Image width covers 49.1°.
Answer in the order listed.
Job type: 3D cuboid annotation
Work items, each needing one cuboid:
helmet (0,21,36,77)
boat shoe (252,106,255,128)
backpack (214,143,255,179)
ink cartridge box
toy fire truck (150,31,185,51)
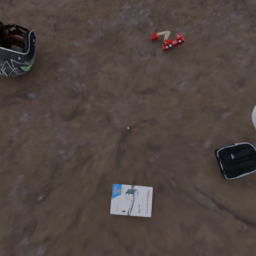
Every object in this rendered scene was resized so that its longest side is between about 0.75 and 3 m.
[{"bbox_3d":[-3.527,-2.274,8.351,1.580,1.580,1.506,12,73,6],"label":"helmet"},{"bbox_3d":[3.877,0.490,6.358,1.059,2.942,1.008,-34,29,3],"label":"boat shoe"},{"bbox_3d":[2.823,0.819,7.235,0.981,0.738,0.871,-19,83,9],"label":"backpack"},{"bbox_3d":[0.096,1.803,6.981,0.995,0.427,0.728,3,75,4],"label":"ink cartridge box"},{"bbox_3d":[1.298,-2.947,9.257,0.994,0.242,0.701,-21,81,18],"label":"toy fire truck"}]
